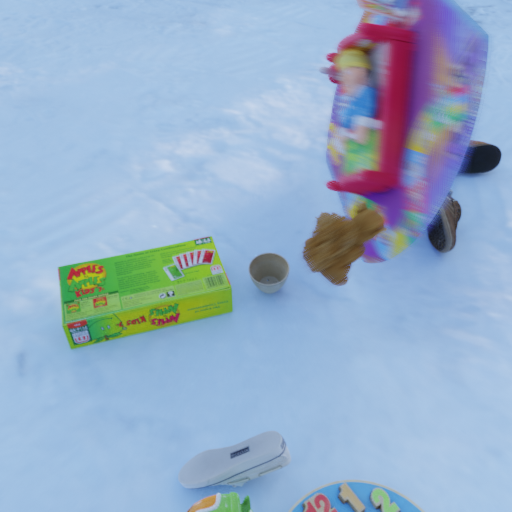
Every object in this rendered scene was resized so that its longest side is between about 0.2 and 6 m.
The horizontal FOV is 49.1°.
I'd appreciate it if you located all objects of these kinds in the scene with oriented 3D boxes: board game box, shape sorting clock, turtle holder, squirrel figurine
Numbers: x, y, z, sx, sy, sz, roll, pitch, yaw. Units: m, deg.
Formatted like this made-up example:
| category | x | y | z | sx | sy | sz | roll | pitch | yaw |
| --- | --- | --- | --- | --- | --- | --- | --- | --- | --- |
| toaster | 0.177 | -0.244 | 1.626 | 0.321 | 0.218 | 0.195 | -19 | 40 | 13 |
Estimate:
| category | x | y | z | sx | sy | sz | roll | pitch | yaw |
| --- | --- | --- | --- | --- | --- | --- | --- | --- | --- |
| board game box | 1.806 | -2.594 | 9.811 | 1.066 | 4.324 | 5.473 | 7 | 42 | -14 |
| board game box | -1.947 | 0.594 | 9.849 | 2.801 | 0.667 | 1.423 | -12 | 44 | -13 |
| shape sorting clock | 1.279 | 3.755 | 6.565 | 2.284 | 0.448 | 2.284 | 0 | 43 | 0 |
| turtle holder | -0.466 | 3.492 | 6.595 | 0.927 | 1.305 | 0.992 | -5 | 11 | -6 |
| squirrel figurine | 1.254 | -0.226 | 7.924 | 1.206 | 1.125 | 0.853 | 6 | 50 | -60 |

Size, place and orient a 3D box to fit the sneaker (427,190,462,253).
| category | x | y | z | sx | sy | sz | roll | pitch | yaw |
| --- | --- | --- | --- | --- | --- | --- | --- | --- | --- |
| sneaker | 3.885 | -0.855 | 11.408 | 0.775 | 0.723 | 2.051 | 4 | 43 | -4 |

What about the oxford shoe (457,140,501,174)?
| category | x | y | z | sx | sy | sz | roll | pitch | yaw |
| --- | --- | --- | --- | --- | --- | --- | --- | --- | --- |
| oxford shoe | 4.307 | -2.347 | 13.060 | 2.516 | 0.898 | 0.897 | 2 | 26 | -9 |

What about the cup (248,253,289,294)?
| category | x | y | z | sx | sy | sz | roll | pitch | yaw |
| --- | --- | --- | --- | --- | --- | --- | --- | --- | --- |
| cup | 0.233 | 0.384 | 10.150 | 0.736 | 0.527 | 0.736 | -1 | 51 | 1 |

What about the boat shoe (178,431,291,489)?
| category | x | y | z | sx | sy | sz | roll | pitch | yaw |
| --- | --- | --- | --- | --- | --- | --- | --- | --- | --- |
| boat shoe | -0.276 | 2.835 | 7.514 | 1.533 | 0.504 | 0.552 | -24 | 24 | 3 |
